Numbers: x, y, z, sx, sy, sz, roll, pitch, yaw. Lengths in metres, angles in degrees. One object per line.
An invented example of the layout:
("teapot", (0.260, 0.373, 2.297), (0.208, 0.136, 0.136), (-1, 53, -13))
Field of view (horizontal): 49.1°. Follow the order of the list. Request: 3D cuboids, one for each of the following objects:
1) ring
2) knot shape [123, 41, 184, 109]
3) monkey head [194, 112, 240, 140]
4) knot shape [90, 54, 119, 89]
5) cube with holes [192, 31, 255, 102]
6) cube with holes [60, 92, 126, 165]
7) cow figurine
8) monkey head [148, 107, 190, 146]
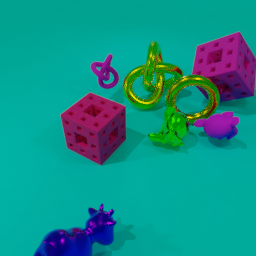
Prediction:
("ring", (1.812, -0.781, 7.898), (1.516, 1.516, 0.303), (3, 32, 3))
("knot shape", (0.907, -1.579, 8.800), (1.902, 2.032, 0.939), (3, 26, -43))
("monkey head", (2.442, -0.152, 7.371), (1.277, 0.770, 0.919), (-3, 60, 47))
("knot shape", (-0.670, -1.692, 8.747), (0.499, 1.010, 1.079), (2, 39, 33))
("cube with holes", (2.891, -1.731, 8.384), (1.337, 1.337, 1.337), (-8, 58, 43))
("cube with holes", (-0.845, -0.005, 7.271), (1.156, 1.156, 1.156), (23, 46, 24))
("cow figurine", (-0.872, 1.959, 4.955), (0.771, 1.404, 1.382), (13, 74, 42))
("monkey head", (1.089, -0.001, 7.406), (1.053, 1.464, 0.882), (2, 71, 21))
